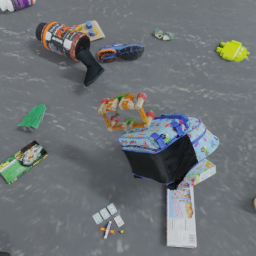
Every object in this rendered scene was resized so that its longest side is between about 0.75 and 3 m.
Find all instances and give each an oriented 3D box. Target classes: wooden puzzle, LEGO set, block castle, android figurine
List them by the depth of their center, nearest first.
[{"bbox_3d":[-0.051,-0.475,7.922,1.434,0.958,0.673,-5,42,28],"label":"block castle"},{"bbox_3d":[-0.539,2.813,8.360,0.723,0.237,0.967,-29,59,-15],"label":"LEGO set"},{"bbox_3d":[4.838,-3.545,12.903,1.428,0.293,1.299,27,58,20],"label":"android figurine"},{"bbox_3d":[-2.060,-4.765,13.732,1.540,0.357,1.426,-18,56,-13],"label":"wooden puzzle"}]

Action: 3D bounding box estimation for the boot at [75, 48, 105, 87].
[{"bbox_3d":[-1.690,-2.490,11.310,1.288,0.585,1.533,49,38,-17],"label":"boot"}]

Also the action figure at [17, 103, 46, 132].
[{"bbox_3d":[-3.485,-0.465,10.624,0.817,0.378,1.383,11,48,9],"label":"action figure"}]

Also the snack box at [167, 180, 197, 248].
[{"bbox_3d":[1.607,2.434,8.573,0.814,0.275,2.264,3,53,4],"label":"snack box"}]

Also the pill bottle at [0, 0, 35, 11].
[{"bbox_3d":[-5.927,-6.851,14.830,1.794,1.009,1.009,-31,60,-20],"label":"pill bottle"}]

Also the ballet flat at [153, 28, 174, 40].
[{"bbox_3d":[1.704,-4.461,13.565,1.094,0.406,0.406,29,59,21],"label":"ballet flat"}]

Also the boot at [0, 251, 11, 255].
[{"bbox_3d":[-4.387,4.135,6.965,2.802,1.015,2.021,-8,54,-16],"label":"boot"}]

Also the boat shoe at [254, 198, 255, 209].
[{"bbox_3d":[5.074,2.263,8.386,2.322,0.803,0.856,-1,54,-1],"label":"boat shoe"}]

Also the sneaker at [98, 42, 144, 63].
[{"bbox_3d":[-0.321,-3.536,12.616,2.122,0.799,0.832,-5,49,-6],"label":"sneaker"}]

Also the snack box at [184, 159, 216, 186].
[{"bbox_3d":[2.014,1.217,9.077,0.962,0.358,1.353,-25,32,-17],"label":"snack box"}]

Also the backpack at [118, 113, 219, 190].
[{"bbox_3d":[1.316,0.411,8.433,2.529,1.702,2.309,-31,15,-25],"label":"backpack"}]

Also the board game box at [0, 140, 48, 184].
[{"bbox_3d":[-3.604,1.137,9.597,1.568,0.184,0.821,-39,65,-24],"label":"board game box"}]

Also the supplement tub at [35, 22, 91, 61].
[{"bbox_3d":[-2.978,-3.970,12.589,2.402,1.285,1.285,25,58,17],"label":"supplement tub"}]
